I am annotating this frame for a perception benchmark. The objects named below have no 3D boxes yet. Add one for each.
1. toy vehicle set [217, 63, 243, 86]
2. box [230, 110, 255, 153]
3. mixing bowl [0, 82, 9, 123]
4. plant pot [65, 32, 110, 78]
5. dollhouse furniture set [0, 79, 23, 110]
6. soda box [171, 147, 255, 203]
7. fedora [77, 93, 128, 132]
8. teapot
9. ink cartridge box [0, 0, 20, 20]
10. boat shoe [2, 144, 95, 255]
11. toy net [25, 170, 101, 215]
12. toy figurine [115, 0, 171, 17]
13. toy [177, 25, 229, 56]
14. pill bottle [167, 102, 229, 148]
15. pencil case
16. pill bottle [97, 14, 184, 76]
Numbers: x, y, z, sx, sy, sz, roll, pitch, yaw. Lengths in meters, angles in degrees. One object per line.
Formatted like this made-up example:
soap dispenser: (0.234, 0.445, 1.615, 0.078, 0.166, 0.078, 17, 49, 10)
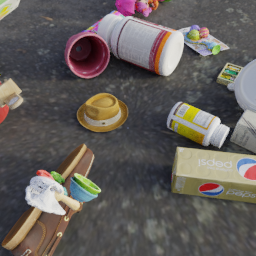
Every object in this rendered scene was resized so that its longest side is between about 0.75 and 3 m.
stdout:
toy vehicle set: (3.877, -1.601, 9.290, 1.588, 0.211, 0.987, 24, 52, 20)
box: (3.723, 0.352, 7.136, 1.949, 0.801, 0.666, 28, 54, 25)
mixing bowl: (-3.981, -0.574, 7.744, 1.678, 0.909, 1.678, -7, 61, 12)
plant pot: (-1.501, -2.575, 9.475, 1.444, 1.444, 1.292, -19, 35, -16)
dollhouse furniture set: (-3.249, -1.224, 4.954, 1.388, 2.677, 1.185, -43, 36, -14)
soda box: (2.265, 1.103, 6.453, 2.440, 0.781, 0.827, 7, 48, 5)
fedora: (-0.746, -0.569, 8.085, 1.507, 0.615, 1.507, 0, 48, 1)
teapot: (4.081, -1.006, 8.006, 1.924, 1.424, 1.949, -23, 65, 18)
ink cartridge box: (-3.162, -2.979, 6.480, 2.500, 0.741, 1.298, -47, 23, -16)
boat shoe: (-1.442, 1.568, 6.042, 0.955, 0.956, 2.717, 42, 54, -14)
toy net: (-0.876, 0.697, 3.521, 0.822, 1.567, 0.303, 35, 86, 12)
toy figurine: (0.544, -5.763, 12.417, 2.677, 2.010, 2.464, 28, 64, -7)
toy: (2.802, -3.593, 10.902, 1.231, 0.505, 2.138, -20, 51, -18)
pill bottle: (1.863, -0.061, 7.477, 1.505, 0.822, 0.822, 28, 54, 23)
pencil case: (-0.908, -3.699, 10.730, 0.962, 0.962, 2.177, 25, 52, 21)
pill bottle: (0.386, -2.912, 9.602, 2.735, 1.499, 1.499, 26, 53, 22)
